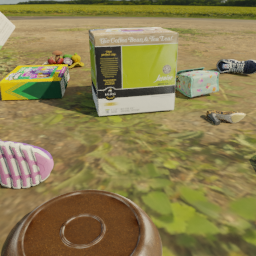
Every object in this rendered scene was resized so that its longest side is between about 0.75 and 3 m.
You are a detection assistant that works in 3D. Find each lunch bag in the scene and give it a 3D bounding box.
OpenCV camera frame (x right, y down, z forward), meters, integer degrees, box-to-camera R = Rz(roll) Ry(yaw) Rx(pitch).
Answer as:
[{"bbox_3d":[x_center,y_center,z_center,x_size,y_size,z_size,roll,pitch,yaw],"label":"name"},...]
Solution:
[{"bbox_3d":[2.679,-1.905,11.349,1.357,0.971,1.593,-12,24,-17],"label":"lunch bag"}]

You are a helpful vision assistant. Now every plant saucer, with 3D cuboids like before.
[{"bbox_3d":[-0.715,1.761,4.511,2.537,0.407,2.537,-1,25,0],"label":"plant saucer"}]

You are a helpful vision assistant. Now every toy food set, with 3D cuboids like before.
[{"bbox_3d":[-3.650,-3.825,15.472,2.396,0.783,1.410,4,26,7],"label":"toy food set"}]

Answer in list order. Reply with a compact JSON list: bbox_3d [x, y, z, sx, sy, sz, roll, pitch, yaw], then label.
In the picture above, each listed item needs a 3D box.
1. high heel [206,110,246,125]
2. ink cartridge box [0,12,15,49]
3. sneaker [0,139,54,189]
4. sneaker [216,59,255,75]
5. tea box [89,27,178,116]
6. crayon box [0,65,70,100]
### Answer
[{"bbox_3d":[3.130,-0.469,9.014,1.114,0.398,0.794,-13,34,-6],"label":"high heel"},{"bbox_3d":[-3.059,-2.036,5.013,0.616,1.072,1.830,28,-7,22],"label":"ink cartridge box"},{"bbox_3d":[-2.905,0.634,6.180,2.618,1.053,1.157,0,18,3],"label":"sneaker"},{"bbox_3d":[5.362,-3.038,13.901,1.120,0.723,2.064,-9,20,-29],"label":"sneaker"},{"bbox_3d":[0.116,-2.006,9.630,2.681,2.637,1.791,-5,26,-11],"label":"tea box"},{"bbox_3d":[-3.751,-1.963,11.677,2.281,0.770,2.643,-3,26,-3],"label":"crayon box"}]
